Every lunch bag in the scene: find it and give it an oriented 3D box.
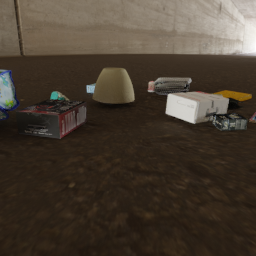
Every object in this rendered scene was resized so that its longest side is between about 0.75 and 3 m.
[{"bbox_3d":[-4.796,-0.890,8.661,2.151,1.612,2.529,-11,15,-6],"label":"lunch bag"}]

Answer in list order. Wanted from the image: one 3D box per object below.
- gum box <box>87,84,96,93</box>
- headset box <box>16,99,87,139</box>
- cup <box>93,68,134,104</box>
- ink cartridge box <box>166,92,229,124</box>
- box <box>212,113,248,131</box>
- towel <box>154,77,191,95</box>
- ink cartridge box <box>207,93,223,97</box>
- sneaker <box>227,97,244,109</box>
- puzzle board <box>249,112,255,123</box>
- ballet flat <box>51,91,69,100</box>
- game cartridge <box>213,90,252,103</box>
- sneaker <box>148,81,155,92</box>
[{"bbox_3d":[-0.979,-2.093,14.684,1.805,0.402,1.534,9,20,26],"label":"gum box"},{"bbox_3d":[-2.367,-0.321,8.741,1.472,0.743,1.980,6,19,16],"label":"headset box"},{"bbox_3d":[-0.578,-1.829,11.667,1.766,1.263,1.766,3,19,-1],"label":"cup"},{"bbox_3d":[2.386,-0.752,9.655,1.797,0.762,1.309,-7,22,-40],"label":"ink cartridge box"},{"bbox_3d":[3.261,-0.208,9.012,0.849,0.366,0.695,-2,19,-6],"label":"box"},{"bbox_3d":[2.297,-2.148,14.351,1.789,0.766,1.481,3,17,15],"label":"towel"},{"bbox_3d":[3.023,-0.871,10.666,1.152,0.590,1.558,6,20,13],"label":"ink cartridge box"},{"bbox_3d":[4.050,-1.041,11.543,1.367,0.411,0.713,12,21,19],"label":"sneaker"},{"bbox_3d":[5.613,-0.314,9.606,2.410,0.210,1.816,12,22,31],"label":"puzzle board"},{"bbox_3d":[-2.758,-1.098,11.690,0.597,0.597,1.663,-10,24,-28],"label":"ballet flat"},{"bbox_3d":[4.716,-1.442,13.021,1.562,0.253,1.377,-17,25,-37],"label":"game cartridge"},{"bbox_3d":[1.256,-2.224,14.943,0.361,0.501,0.958,3,19,3],"label":"sneaker"}]
